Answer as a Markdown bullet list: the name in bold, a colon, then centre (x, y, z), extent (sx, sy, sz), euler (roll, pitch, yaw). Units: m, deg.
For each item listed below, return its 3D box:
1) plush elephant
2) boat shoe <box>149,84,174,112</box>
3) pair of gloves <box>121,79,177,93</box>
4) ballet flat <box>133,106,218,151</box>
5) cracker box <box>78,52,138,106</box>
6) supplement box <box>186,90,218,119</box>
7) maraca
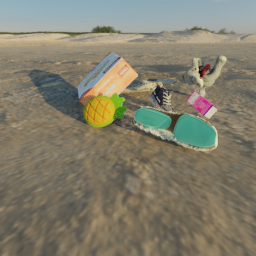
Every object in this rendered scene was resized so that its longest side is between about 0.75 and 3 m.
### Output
- **plush elephant**: centre (2.754, -2.156, 11.064), extent (1.360, 1.757, 1.447), euler (10, 8, -40)
- **boat shoe**: centre (1.164, -0.845, 8.853), extent (0.504, 0.626, 1.350), euler (6, 33, -38)
- **pair of gloves**: centre (0.919, -1.928, 12.419), extent (1.836, 0.378, 2.159), euler (4, 20, 39)
- **ballet flat**: centre (1.199, 0.001, 6.974), extent (2.293, 0.823, 0.823), euler (23, 29, 31)
- **cracker box**: centre (-0.867, -1.709, 10.070), extent (1.921, 0.827, 2.868), euler (-44, 22, 5)
- **supplement box**: centre (2.219, -0.709, 8.442), extent (0.414, 0.422, 0.817), euler (19, 25, -52)
- **maraca**: centre (-0.689, -0.521, 8.139), extent (1.337, 0.917, 0.715), euler (-15, -1, 15)
